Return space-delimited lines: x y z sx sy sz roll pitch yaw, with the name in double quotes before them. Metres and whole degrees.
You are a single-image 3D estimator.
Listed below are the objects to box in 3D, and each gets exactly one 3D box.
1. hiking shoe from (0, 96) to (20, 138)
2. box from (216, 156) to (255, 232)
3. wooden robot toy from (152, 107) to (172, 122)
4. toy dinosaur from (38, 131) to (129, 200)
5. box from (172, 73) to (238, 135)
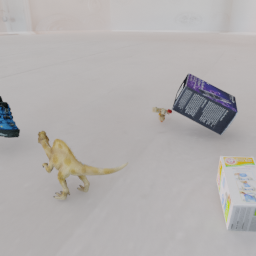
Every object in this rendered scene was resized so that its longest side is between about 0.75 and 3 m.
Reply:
"hiking shoe" -3.122 -0.298 6.887 1.529 0.663 0.569 35 24 33
"box" 1.872 1.048 4.638 0.574 0.637 1.132 0 35 7
"wooden robot toy" 1.050 -0.376 8.365 0.408 0.420 0.926 10 3 34
"toy dinosaur" -1.035 0.720 5.000 2.166 1.095 0.630 20 32 32
"box" 2.059 -0.665 7.519 1.502 0.784 1.112 27 32 0
